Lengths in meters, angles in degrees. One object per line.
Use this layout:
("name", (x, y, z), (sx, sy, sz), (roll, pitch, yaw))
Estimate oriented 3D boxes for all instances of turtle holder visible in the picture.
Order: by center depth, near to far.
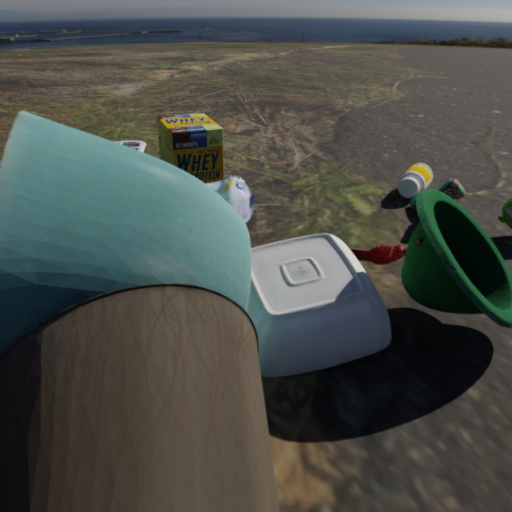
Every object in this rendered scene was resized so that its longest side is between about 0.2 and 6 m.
("turtle holder", (5.499, -0.803, 11.126), (1.104, 0.838, 0.784), (37, 62, 24))

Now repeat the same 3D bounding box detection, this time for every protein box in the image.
("protein box", (-1.557, -2.298, 13.270), (1.188, 1.761, 1.748), (-9, 28, -18))

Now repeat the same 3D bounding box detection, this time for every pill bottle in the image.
("pill bottle", (3.822, -1.791, 13.530), (0.642, 0.642, 1.138), (14, 30, 26))

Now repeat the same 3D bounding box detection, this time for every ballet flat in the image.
("ballet flat", (3.963, -1.185, 12.191), (0.539, 0.598, 1.590), (-46, 5, -20))

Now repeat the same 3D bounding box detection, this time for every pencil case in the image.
("pencil case", (-0.822, -0.754, 8.105), (1.554, 0.705, 0.646), (0, 19, 33))

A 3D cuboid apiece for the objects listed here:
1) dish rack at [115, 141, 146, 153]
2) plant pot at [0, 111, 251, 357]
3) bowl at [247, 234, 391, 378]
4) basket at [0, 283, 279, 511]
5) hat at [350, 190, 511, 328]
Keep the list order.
("dish rack", (-4.401, -2.503, 15.024), (2.738, 0.596, 2.350), (-2, 27, -3))
("plant pot", (-1.636, 0.299, 6.635), (2.684, 3.344, 3.344), (11, 22, -20))
("bowl", (0.634, 0.517, 8.053), (2.237, 0.835, 2.234), (-13, 41, -9))
("basket", (-0.936, 2.102, 4.044), (2.865, 2.161, 3.177), (-31, 34, 5))
("hat", (2.366, 0.517, 8.673), (2.276, 2.419, 2.748), (55, 33, 5))
